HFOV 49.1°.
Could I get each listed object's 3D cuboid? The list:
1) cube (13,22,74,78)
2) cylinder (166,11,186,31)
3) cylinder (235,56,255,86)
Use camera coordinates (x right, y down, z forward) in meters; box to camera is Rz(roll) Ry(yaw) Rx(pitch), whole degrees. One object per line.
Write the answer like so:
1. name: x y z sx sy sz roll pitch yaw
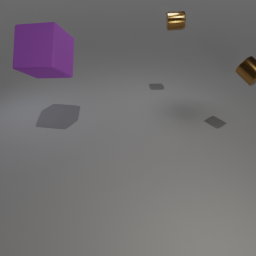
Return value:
1. cube: -2.691 -2.453 9.102 1.400 1.400 1.400 2 -2 14
2. cylinder: 1.926 -4.323 11.318 0.700 0.700 0.700 -3 33 3
3. cylinder: 4.029 -1.860 9.169 0.700 0.700 0.700 -25 67 -33
